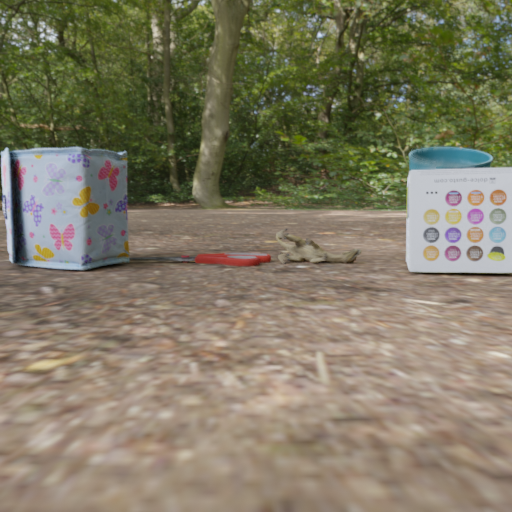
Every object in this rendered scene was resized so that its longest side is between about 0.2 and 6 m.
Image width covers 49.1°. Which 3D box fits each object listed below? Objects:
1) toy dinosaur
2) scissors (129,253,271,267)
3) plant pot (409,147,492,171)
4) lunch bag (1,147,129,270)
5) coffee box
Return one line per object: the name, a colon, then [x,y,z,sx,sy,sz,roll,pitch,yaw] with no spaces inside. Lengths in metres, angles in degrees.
toy dinosaur: [0.764,-0.071,9.397,1.954,0.569,0.988,15,-1,43]
scissors: [-1.005,0.058,9.280,2.465,0.172,0.902,0,8,12]
plant pot: [3.268,-1.111,9.619,1.331,1.250,1.331,-2,23,1]
lunch bag: [-3.175,-0.751,8.755,2.168,1.838,1.378,6,9,28]
coffee box: [2.957,-0.508,8.205,1.453,1.439,1.455,1,4,13]
